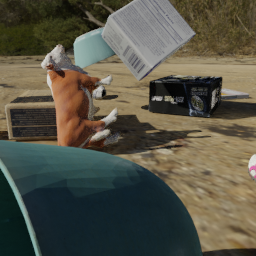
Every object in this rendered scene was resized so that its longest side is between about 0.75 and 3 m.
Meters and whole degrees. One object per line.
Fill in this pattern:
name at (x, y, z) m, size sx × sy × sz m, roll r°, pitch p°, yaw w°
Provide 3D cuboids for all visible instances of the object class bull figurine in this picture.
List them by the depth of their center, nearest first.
bull figurine at (-1.160, -0.730, 6.845) m, size 1.683 × 2.773 × 0.903 m, roll -8°, pitch -14°, yaw -5°

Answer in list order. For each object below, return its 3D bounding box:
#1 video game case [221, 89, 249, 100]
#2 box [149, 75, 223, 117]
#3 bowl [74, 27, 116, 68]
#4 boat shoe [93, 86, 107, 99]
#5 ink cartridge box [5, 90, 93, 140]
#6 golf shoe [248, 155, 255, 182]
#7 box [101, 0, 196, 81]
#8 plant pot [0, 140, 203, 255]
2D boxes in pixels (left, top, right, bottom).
video game case at (4.381, -1.726, 14.366) m, size 2.815 × 0.246 × 2.012 m, roll -5°, pitch 17°, yaw -18°
box at (2.415, -1.397, 11.356) m, size 2.349 × 1.235 × 2.868 m, roll 7°, pitch 17°, yaw 23°
bowl at (-1.189, -3.048, 10.519) m, size 2.068 × 1.082 × 2.068 m, roll -20°, pitch 16°, yaw 6°
boat shoe at (-1.312, -1.783, 14.076) m, size 0.503 × 0.551 × 1.532 m, roll 9°, pitch 17°, yaw 8°
ink cartridge box at (-2.201, -0.517, 8.627) m, size 2.259 × 1.030 × 2.742 m, roll -1°, pitch 16°, yaw -7°
golf shoe at (2.554, 0.718, 4.763) m, size 0.617 × 0.782 × 1.699 m, roll 0°, pitch 15°, yaw 3°
box at (0.679, -3.164, 9.491) m, size 2.302 × 2.117 × 1.208 m, roll -40°, pitch 2°, yaw -23°
plant pot at (-0.351, 1.010, 2.014) m, size 1.880 × 1.880 × 1.508 m, roll 16°, pitch 8°, yaw 43°
